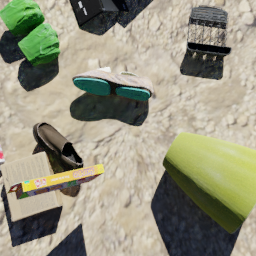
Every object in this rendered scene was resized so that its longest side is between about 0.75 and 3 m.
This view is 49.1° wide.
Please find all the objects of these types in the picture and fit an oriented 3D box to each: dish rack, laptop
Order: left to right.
[{"bbox_3d":[-1.173,-4.906,10.843,1.825,0.942,1.617,-24,79,22],"label":"laptop"},{"bbox_3d":[3.000,-3.642,10.373,1.621,0.577,2.114,8,79,1],"label":"dish rack"}]

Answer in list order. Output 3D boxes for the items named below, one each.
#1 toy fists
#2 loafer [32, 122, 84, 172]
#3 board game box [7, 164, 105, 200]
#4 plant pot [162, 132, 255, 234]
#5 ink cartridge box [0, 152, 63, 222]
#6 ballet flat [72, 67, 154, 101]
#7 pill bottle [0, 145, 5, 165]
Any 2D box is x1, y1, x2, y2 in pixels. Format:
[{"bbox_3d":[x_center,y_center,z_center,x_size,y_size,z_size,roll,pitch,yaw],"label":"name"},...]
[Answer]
[{"bbox_3d":[-3.446,-3.554,10.201,1.367,0.922,2.682,-34,83,1],"label":"toy fists"},{"bbox_3d":[-2.218,0.571,9.361,2.259,0.806,0.824,45,41,0],"label":"loafer"},{"bbox_3d":[-1.894,1.444,7.439,2.359,1.127,0.354,-6,71,-32],"label":"board game box"},{"bbox_3d":[2.563,1.320,8.685,2.748,2.571,2.571,31,81,19],"label":"plant pot"},{"bbox_3d":[-3.170,1.912,9.270,1.542,0.703,1.871,-17,80,-2],"label":"ink cartridge box"},{"bbox_3d":[-0.498,-1.635,9.933,2.849,0.970,0.958,12,59,-3],"label":"ballet flat"},{"bbox_3d":[-4.555,0.850,9.594,0.465,0.465,0.828,-20,80,-4],"label":"pill bottle"}]
